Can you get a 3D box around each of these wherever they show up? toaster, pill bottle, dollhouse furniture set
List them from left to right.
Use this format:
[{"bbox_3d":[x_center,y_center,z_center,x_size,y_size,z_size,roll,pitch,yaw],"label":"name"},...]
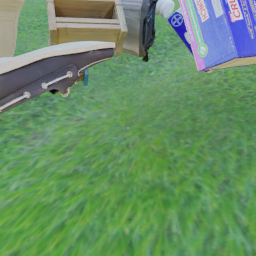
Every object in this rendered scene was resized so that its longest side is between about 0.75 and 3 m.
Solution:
[{"bbox_3d":[-1.127,-2.151,6.828,1.584,2.247,1.575,-4,66,-15],"label":"dollhouse furniture set"},{"bbox_3d":[0.037,-3.011,8.016,1.399,2.166,1.231,18,51,15],"label":"toaster"},{"bbox_3d":[0.823,-4.053,8.921,1.260,0.711,0.711,40,50,20],"label":"pill bottle"}]

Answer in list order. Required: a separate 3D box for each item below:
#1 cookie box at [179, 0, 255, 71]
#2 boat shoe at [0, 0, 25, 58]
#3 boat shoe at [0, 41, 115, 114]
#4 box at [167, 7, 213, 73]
[{"bbox_3d":[1.867,-1.928,4.543,2.065,1.766,0.776,-13,-2,-32],"label":"cookie box"},{"bbox_3d":[-2.530,-1.849,4.978,0.770,2.586,0.929,30,23,10],"label":"boat shoe"},{"bbox_3d":[-0.687,-0.474,2.461,1.358,0.426,0.493,-24,28,-30],"label":"boat shoe"},{"bbox_3d":[2.265,-2.597,6.951,1.722,1.873,0.983,55,23,5],"label":"box"}]
